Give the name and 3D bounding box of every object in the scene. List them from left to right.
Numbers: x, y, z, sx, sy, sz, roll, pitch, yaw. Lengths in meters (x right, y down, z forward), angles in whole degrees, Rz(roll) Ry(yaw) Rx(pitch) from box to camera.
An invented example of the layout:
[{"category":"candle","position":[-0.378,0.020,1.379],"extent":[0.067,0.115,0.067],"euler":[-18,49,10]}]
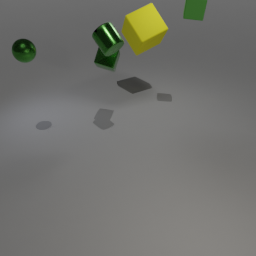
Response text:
[{"category":"ball","position":[-3.110,-2.312,8.389],"extent":[0.700,0.700,0.700],"euler":[0,31,0]},{"category":"cube","position":[-0.715,-2.440,9.771],"extent":[0.700,0.700,0.700],"euler":[18,1,1]},{"category":"cylinder","position":[-0.583,-2.598,8.234],"extent":[0.700,0.700,0.700],"euler":[-32,87,-42]},{"category":"cube","position":[0.712,-4.399,12.603],"extent":[1.400,1.400,1.400],"euler":[-30,-4,-12]},{"category":"cube","position":[2.375,-4.301,9.958],"extent":[0.700,0.700,0.700],"euler":[9,38,5]}]
